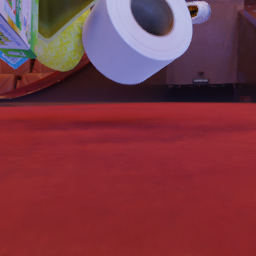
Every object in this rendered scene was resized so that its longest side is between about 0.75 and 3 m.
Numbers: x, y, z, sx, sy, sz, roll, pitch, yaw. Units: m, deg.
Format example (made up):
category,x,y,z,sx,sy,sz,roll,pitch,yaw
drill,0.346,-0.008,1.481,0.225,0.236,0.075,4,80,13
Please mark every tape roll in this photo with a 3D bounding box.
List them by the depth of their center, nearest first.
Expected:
category,x,y,z,sx,sy,sz,roll,pitch,yaw
tape roll,0.214,-2.583,7.369,2.466,2.466,1.693,-3,-10,-28

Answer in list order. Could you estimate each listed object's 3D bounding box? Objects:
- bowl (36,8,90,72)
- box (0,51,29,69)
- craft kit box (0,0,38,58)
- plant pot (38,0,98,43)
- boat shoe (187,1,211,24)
category,x,y,z,sx,sy,sz,roll,pitch,yaw
bowl,-2.497,-3.146,8.462,1.490,2.770,2.770,-4,7,-41
box,-3.804,-2.805,8.189,0.549,2.235,0.920,-37,-22,3
craft kit box,-1.403,-2.127,3.041,0.544,2.241,2.213,1,0,-4
plant pot,-1.858,-3.356,6.307,1.667,1.706,1.656,-34,-46,15
boat shoe,1.372,-3.564,9.111,2.451,0.869,0.856,5,18,39
